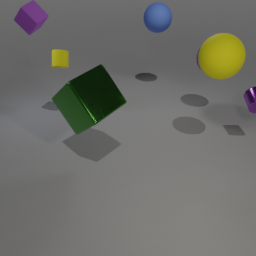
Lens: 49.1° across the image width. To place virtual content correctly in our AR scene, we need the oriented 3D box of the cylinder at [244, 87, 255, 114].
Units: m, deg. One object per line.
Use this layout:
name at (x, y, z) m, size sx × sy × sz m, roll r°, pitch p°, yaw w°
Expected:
cylinder at (4.571, -0.995, 9.980) m, size 0.700 × 0.700 × 0.700 m, roll 0°, pitch 50°, yaw 0°

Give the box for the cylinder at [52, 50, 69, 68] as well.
cylinder at (-2.946, -3.000, 12.188) m, size 0.700 × 0.700 × 0.700 m, roll 2°, pitch 7°, yaw 0°

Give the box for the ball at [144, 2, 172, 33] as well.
ball at (1.463, -5.414, 13.765) m, size 1.400 × 1.400 × 1.400 m, roll 0°, pitch 30°, yaw 0°

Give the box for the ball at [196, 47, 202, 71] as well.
ball at (3.612, -2.978, 11.869) m, size 1.400 × 1.400 × 1.400 m, roll 0°, pitch 30°, yaw 0°

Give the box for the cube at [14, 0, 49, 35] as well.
cube at (-3.289, -3.752, 9.537) m, size 0.700 × 0.700 × 0.700 m, roll -29°, pitch 23°, yaw 44°

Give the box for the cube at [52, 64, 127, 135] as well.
cube at (-1.199, -0.851, 8.600) m, size 1.400 × 1.400 × 1.400 m, roll -38°, pitch 9°, yaw -36°

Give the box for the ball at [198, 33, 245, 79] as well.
ball at (2.917, -2.232, 8.765) m, size 1.400 × 1.400 × 1.400 m, roll 0°, pitch 30°, yaw 0°
